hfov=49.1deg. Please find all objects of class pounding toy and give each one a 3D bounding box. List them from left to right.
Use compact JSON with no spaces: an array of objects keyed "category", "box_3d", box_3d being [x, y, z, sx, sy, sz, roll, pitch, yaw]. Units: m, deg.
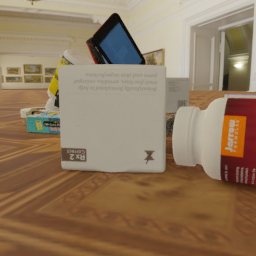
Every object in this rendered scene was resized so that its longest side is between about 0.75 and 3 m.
[{"category":"pounding toy","box_3d":[-3.571,-0.245,10.855,0.776,0.778,1.356,27,17,-9]}]

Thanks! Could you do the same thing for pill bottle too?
[{"category":"pill bottle","box_3d":[-2.600,-1.862,12.402,1.562,2.806,1.562,26,23,-11]},{"category":"pill bottle","box_3d":[2.162,0.229,4.772,2.608,1.473,1.473,3,10,23]}]

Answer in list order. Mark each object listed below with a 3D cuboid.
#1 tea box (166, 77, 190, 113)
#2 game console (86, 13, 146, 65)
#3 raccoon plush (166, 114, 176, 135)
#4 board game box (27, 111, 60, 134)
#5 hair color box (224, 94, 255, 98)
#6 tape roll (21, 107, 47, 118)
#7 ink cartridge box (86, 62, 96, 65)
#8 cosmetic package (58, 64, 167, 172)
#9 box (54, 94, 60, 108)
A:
[{"category":"tea box","box_3d":[1.387,-1.840,15.415,2.839,1.897,2.793,-5,11,-27]},{"category":"game console","box_3d":[-0.144,-2.351,9.960,1.519,2.560,2.206,-33,42,8]},{"category":"raccoon plush","box_3d":[1.987,-0.129,9.061,1.739,0.841,1.165,7,20,32]},{"category":"board game box","box_3d":[-2.011,-0.224,10.027,2.445,0.574,1.846,3,10,14]},{"category":"hair color box","box_3d":[4.741,-0.624,10.415,2.228,1.218,0.722,7,11,30]},{"category":"tape roll","box_3d":[-4.197,-0.767,13.762,2.044,0.373,2.044,-1,10,0]},{"category":"ink cartridge box","box_3d":[-1.187,-1.466,10.433,0.950,1.639,2.220,-16,6,5]},{"category":"cosmetic package","box_3d":[-0.205,-0.351,6.378,2.049,2.051,2.486,1,10,4]},{"category":"box","box_3d":[-2.337,-1.037,11.122,0.981,0.387,0.692,21,43,-6]}]
